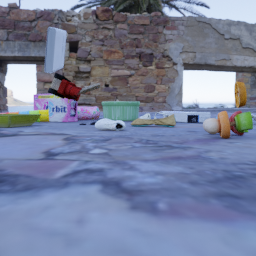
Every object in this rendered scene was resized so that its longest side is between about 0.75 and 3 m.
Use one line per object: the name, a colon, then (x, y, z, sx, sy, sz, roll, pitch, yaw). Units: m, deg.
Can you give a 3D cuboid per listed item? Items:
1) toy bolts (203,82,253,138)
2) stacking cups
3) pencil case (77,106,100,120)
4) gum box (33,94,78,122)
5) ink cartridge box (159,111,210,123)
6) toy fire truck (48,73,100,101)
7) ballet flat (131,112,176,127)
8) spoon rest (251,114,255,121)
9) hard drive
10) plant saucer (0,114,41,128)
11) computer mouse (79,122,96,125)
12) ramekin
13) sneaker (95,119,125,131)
toy bolts: (2.360, -0.334, 6.956, 0.997, 1.373, 1.437, -6, -15, 11)
stacking cups: (-4.835, -0.559, 13.050, 2.252, 0.681, 0.681, -1, 4, -15)
pencil case: (-2.677, -0.898, 16.507, 1.999, 0.874, 0.874, 0, 4, -30)
gum box: (-3.775, -1.065, 14.712, 2.548, 1.446, 0.843, 2, 5, 29)
ink cartridge box: (2.893, -0.602, 14.738, 1.398, 0.551, 2.811, -2, 6, -21)
toy fire truck: (-1.889, -1.413, 10.263, 1.587, 1.021, 1.397, 23, 0, 2)
ballet flat: (0.954, -0.320, 10.640, 1.742, 0.549, 0.598, 1, 4, 14)
spoon rest: (5.312, -0.356, 11.619, 1.630, 0.494, 0.810, 0, 4, 8)
hard drive: (-2.413, -2.630, 9.454, 0.274, 1.356, 2.056, 8, 16, -6)
plant saucer: (-4.734, -0.298, 10.858, 1.972, 0.472, 1.969, 2, 4, 16)
computer mouse: (-1.629, -0.195, 11.772, 0.838, 0.143, 0.246, -2, 5, -20)
ramekin: (-0.393, -0.932, 15.648, 2.151, 1.050, 2.151, 0, 4, 0)
sneaker: (-0.535, -0.088, 8.742, 0.979, 0.382, 0.487, -2, 8, -11)
